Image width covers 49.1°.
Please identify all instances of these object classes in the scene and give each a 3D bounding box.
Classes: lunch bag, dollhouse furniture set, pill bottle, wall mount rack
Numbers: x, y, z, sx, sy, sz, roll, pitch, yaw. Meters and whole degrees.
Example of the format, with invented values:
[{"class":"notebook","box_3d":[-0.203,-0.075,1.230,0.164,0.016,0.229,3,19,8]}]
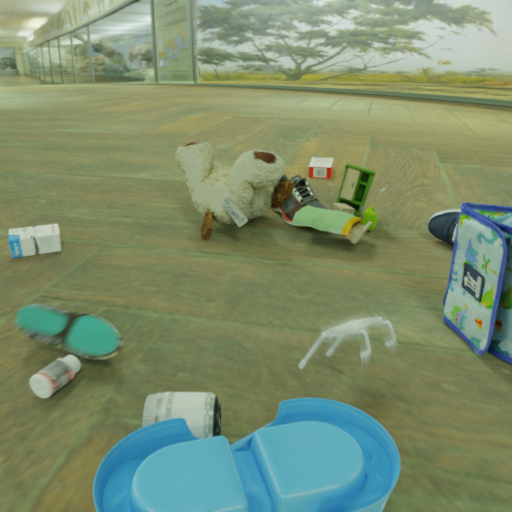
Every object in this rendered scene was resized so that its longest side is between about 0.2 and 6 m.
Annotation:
[{"class":"lunch bag","box_3d":[3.932,0.452,8.128,1.549,2.066,2.430,-17,29,-37]},{"class":"dollhouse furniture set","box_3d":[2.104,-1.324,12.998,1.547,1.195,3.095,19,20,16]},{"class":"pill bottle","box_3d":[-2.693,1.608,7.565,0.351,0.351,0.635,10,25,23]},{"class":"wall mount rack","box_3d":[1.178,1.147,7.477,1.107,0.475,1.275,-15,-6,38]}]

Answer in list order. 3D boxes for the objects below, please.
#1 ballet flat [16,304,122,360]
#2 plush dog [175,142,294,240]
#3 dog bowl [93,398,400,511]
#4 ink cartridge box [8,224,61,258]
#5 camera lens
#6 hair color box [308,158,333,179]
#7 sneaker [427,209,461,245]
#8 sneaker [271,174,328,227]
[{"class":"ballet flat","box_3d":[-2.668,1.149,8.266,1.795,0.646,0.646,14,26,19]},{"class":"plush dog","box_3d":[-0.459,-1.458,13.469,2.744,2.201,2.357,12,6,26]},{"class":"dog bowl","box_3d":[-0.044,2.278,5.478,2.918,0.723,1.626,-6,23,-14]},{"class":"ink cartridge box","box_3d":[-4.788,-0.335,12.147,1.027,0.433,0.750,-8,24,-19]},{"class":"camera lens","box_3d":[-0.832,1.906,6.428,0.835,0.668,0.668,1,23,1]},{"class":"hair color box","box_3d":[2.127,-2.873,18.307,0.727,0.419,1.311,4,24,10]},{"class":"sneaker","box_3d":[4.557,-0.345,11.688,2.329,0.816,1.263,19,27,32]},{"class":"sneaker","box_3d":[1.032,-1.460,14.057,0.981,1.042,2.546,-12,26,-26]}]
